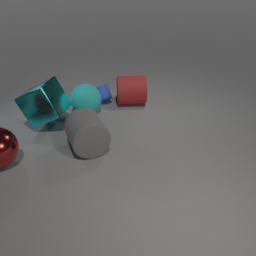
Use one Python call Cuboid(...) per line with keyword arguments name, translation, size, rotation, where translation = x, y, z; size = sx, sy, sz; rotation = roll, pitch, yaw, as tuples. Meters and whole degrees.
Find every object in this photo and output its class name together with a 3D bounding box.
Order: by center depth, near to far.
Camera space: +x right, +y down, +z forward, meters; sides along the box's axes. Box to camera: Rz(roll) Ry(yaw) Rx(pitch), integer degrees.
Cuboid(name="ball", translation=(-4.411, 0.659, 9.399), size=(1.400, 1.400, 1.400), rotation=(0, 30, 0))
Cuboid(name="cylinder", translation=(-1.498, 0.177, 10.213), size=(1.400, 1.400, 1.400), rotation=(-12, 33, -20))
Cuboid(name="cube", translation=(-3.443, -1.061, 11.537), size=(1.400, 1.400, 1.400), rotation=(-21, 22, 20))
Cuboid(name="ball", translation=(-1.931, -1.311, 12.823), size=(1.400, 1.400, 1.400), rotation=(0, 30, 0))
Cuboid(name="cylinder", translation=(0.168, -1.870, 13.775), size=(1.400, 1.400, 1.400), rotation=(-3, 30, -4))
Cuboid(name="cylinder", translation=(-1.240, -1.718, 13.969), size=(0.700, 0.700, 0.700), rotation=(-22, -4, -2))
